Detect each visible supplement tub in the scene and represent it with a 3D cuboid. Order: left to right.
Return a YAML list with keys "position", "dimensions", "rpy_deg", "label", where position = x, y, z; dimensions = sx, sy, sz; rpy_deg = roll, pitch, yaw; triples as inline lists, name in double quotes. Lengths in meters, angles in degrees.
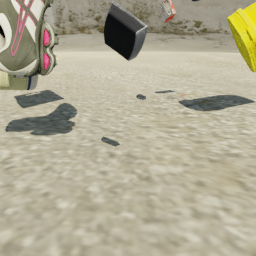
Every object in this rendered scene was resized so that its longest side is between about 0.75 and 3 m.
- position: [-2.722, -1.325, 6.053]
  dimensions: [1.392, 1.009, 1.009]
  rpy_deg: [-3, 18, -28]
  label: "supplement tub"

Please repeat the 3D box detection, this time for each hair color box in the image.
- position: [1.110, -3.310, 7.941]
  dimensions: [0.270, 0.447, 0.880]
  rpy_deg: [-24, 10, 7]
  label: "hair color box"

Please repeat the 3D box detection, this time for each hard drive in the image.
- position: [-0.068, -1.186, 3.586]
  dimensions: [0.560, 0.176, 0.830]
  rpy_deg: [37, -13, 0]
  label: "hard drive"

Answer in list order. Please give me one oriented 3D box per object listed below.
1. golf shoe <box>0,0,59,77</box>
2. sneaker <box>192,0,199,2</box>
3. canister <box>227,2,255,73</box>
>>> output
- position: [-1.931, -2.272, 4.968]
  dimensions: [1.182, 2.685, 1.036]
  rpy_deg: [-4, 0, -37]
  label: "golf shoe"
- position: [2.460, -3.987, 8.292]
  dimensions: [1.210, 0.496, 0.424]
  rpy_deg: [-20, 58, 16]
  label: "sneaker"
- position: [4.281, -2.896, 7.369]
  dimensions: [2.753, 1.191, 2.045]
  rpy_deg: [-29, -30, 20]
  label: "canister"
